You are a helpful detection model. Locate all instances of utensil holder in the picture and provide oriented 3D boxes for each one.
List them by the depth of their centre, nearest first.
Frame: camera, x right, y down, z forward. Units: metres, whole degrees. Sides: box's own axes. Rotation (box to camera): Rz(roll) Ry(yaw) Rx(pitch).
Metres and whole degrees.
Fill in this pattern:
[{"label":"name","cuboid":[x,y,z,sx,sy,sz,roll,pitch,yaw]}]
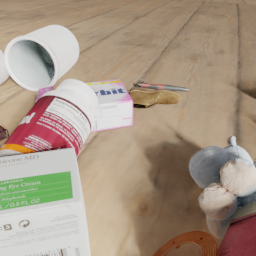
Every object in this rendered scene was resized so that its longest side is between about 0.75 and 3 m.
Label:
[{"label":"utensil holder","cuboid":[-3.431,-2.998,11.697,2.193,2.193,2.580,7,31,10]}]

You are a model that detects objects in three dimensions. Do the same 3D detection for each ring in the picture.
[{"label":"ring","cuboid":[0.794,2.281,4.555,1.553,0.149,1.553,-37,5,4]}]

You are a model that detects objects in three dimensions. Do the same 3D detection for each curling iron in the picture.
[{"label":"curling iron","cuboid":[1.385,-1.710,11.369,2.175,0.278,0.539,8,33,12]}]

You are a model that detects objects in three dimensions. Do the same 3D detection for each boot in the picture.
[{"label":"boot","cuboid":[0.942,-0.961,10.051,1.929,0.710,0.728,4,53,13]}]

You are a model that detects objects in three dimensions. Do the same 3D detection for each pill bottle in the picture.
[{"label":"pill bottle","cuboid":[-1.798,0.113,6.843,1.560,1.560,2.762,11,50,16]}]

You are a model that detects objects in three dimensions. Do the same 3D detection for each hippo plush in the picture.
[{"label":"hippo plush","cuboid":[2.370,0.892,5.886,2.428,1.934,1.952,-6,34,-8]}]

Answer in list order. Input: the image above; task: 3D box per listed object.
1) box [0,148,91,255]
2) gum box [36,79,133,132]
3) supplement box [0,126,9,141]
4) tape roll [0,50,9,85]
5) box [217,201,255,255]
[{"label":"box","cuboid":[-1.650,1.528,5.081,1.718,1.726,1.479,-7,34,-11]},{"label":"gum box","cuboid":[-1.470,-0.686,9.140,2.941,0.973,1.669,-9,35,-13]},{"label":"supplement box","cuboid":[-4.087,0.276,8.335,0.487,0.272,0.894,23,40,32]},{"label":"tape roll","cuboid":[-5.720,-2.263,10.799,1.834,1.834,1.259,4,33,6]},{"label":"box","cuboid":[2.142,2.207,4.082,1.399,1.192,2.188,48,46,5]}]
